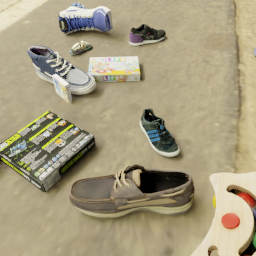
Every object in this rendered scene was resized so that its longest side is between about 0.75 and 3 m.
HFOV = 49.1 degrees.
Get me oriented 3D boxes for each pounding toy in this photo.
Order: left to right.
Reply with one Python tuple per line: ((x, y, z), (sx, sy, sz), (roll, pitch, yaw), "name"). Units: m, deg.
((2.149, 2.366, 5.052), (1.713, 1.719, 2.996), (-20, 29, 20), "pounding toy")

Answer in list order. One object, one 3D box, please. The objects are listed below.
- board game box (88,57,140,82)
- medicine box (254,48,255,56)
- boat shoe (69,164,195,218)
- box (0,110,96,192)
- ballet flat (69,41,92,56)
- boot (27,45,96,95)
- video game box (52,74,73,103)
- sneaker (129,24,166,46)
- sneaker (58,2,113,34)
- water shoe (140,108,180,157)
((-0.502, -2.139, 10.138), (1.799, 0.308, 1.209), (-2, 43, -2), "board game box")
((6.357, -4.332, 10.730), (1.513, 2.678, 2.940), (25, 49, 24), "medicine box")
((0.091, 1.220, 6.012), (2.723, 0.998, 1.014), (-2, 38, -5), "boat shoe")
((-2.118, 0.491, 7.269), (1.821, 0.448, 1.886), (24, 49, 26), "box")
((-1.891, -3.284, 11.301), (0.416, 0.416, 1.155), (30, 51, 28), "ballet flat")
((-2.248, -1.942, 9.222), (2.485, 1.123, 0.904), (20, 62, 23), "boot")
((-2.089, -1.256, 8.924), (0.179, 0.698, 0.767), (-34, 52, -25), "video game box")
((0.875, -4.023, 11.812), (1.736, 0.760, 0.657), (-21, 47, -21), "sneaker")
((-2.097, -4.657, 12.362), (2.814, 1.137, 1.625), (26, 52, 34), "sneaker")
((0.797, 0.101, 7.520), (0.582, 0.643, 1.629), (-22, 48, -22), "water shoe")
